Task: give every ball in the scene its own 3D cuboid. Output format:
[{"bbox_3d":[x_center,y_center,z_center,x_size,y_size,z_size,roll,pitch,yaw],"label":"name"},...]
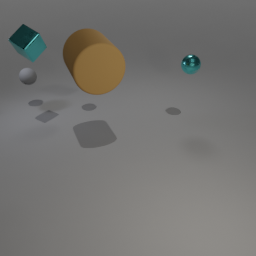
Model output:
[{"bbox_3d":[2.252,-2.274,10.030,0.700,0.700,0.700,0,30,0],"label":"ball"},{"bbox_3d":[-4.160,-2.142,11.652,0.700,0.700,0.700,0,30,0],"label":"ball"}]

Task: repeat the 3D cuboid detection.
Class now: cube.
[{"bbox_3d":[-3.096,-2.621,8.688,0.700,0.700,0.700,33,76,13],"label":"cube"}]

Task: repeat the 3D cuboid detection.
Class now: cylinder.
[{"bbox_3d":[-0.954,-1.824,7.634,1.400,1.400,1.400,-11,37,-19],"label":"cylinder"}]
